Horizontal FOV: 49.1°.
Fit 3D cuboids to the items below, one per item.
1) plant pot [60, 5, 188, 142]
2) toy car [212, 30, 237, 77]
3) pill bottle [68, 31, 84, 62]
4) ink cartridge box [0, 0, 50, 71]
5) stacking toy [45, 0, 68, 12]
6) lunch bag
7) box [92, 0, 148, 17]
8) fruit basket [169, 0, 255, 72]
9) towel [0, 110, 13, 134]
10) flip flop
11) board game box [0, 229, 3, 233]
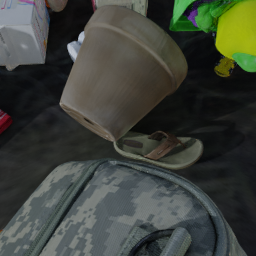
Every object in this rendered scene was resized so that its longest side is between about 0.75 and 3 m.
[{"bbox_3d":[-0.318,-1.013,6.372,2.560,2.560,2.221,30,77,17],"label":"plant pot"},{"bbox_3d":[3.033,-2.278,8.180,1.919,0.428,1.806,-18,60,-11],"label":"toy car"},{"bbox_3d":[-0.768,-2.392,7.919,1.739,0.974,0.974,-31,64,-18],"label":"pill bottle"},{"bbox_3d":[-3.144,-2.882,7.940,1.418,1.456,2.265,-4,60,-3],"label":"ink cartridge box"},{"bbox_3d":[-3.010,-4.613,9.003,1.975,1.443,1.443,12,60,9],"label":"stacking toy"},{"bbox_3d":[0.278,1.695,2.562,2.427,2.894,2.016,-10,36,48],"label":"lunch bag"},{"bbox_3d":[-0.437,-4.591,9.006,1.615,1.376,2.525,-10,59,-6],"label":"box"},{"bbox_3d":[2.065,-2.055,5.343,2.370,1.709,2.370,0,89,-10],"label":"fruit basket"},{"bbox_3d":[-3.914,-0.174,7.044,1.726,0.194,1.248,29,65,18],"label":"towel"},{"bbox_3d":[0.683,0.379,6.453,2.077,0.598,0.842,10,55,9],"label":"flip flop"},{"bbox_3d":[-2.358,2.641,4.911,1.885,0.436,1.428,-19,59,-29],"label":"board game box"}]
